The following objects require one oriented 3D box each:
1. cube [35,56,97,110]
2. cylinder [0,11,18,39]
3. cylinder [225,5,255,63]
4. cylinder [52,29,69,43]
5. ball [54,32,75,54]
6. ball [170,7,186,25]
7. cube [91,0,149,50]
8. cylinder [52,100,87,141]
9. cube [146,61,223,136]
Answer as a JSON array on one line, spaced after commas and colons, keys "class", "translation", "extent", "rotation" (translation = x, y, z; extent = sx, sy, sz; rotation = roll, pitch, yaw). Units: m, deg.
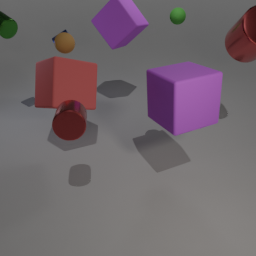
[{"class": "cube", "translation": [-1.897, -1.284, 8.521], "extent": [1.400, 1.400, 1.400], "rotation": [0, 3, -39]}, {"class": "cylinder", "translation": [-4.238, -3.490, 9.470], "extent": [0.700, 0.700, 0.700], "rotation": [36, 44, 18]}, {"class": "cylinder", "translation": [4.104, -3.031, 9.143], "extent": [1.400, 1.400, 1.400], "rotation": [-2, -6, -4]}, {"class": "cylinder", "translation": [-2.668, -3.596, 11.621], "extent": [0.700, 0.700, 0.700], "rotation": [-32, 34, 5]}, {"class": "ball", "translation": [-2.176, -2.919, 9.629], "extent": [0.700, 0.700, 0.700], "rotation": [0, 32, 0]}, {"class": "ball", "translation": [2.185, -4.915, 12.304], "extent": [0.700, 0.700, 0.700], "rotation": [0, 32, 0]}, {"class": "cube", "translation": [-0.289, -4.158, 11.053], "extent": [1.400, 1.400, 1.400], "rotation": [-35, 5, 31]}, {"class": "cylinder", "translation": [-1.252, -0.179, 6.097], "extent": [0.700, 0.700, 0.700], "rotation": [-3, 24, -5]}, {"class": "cube", "translation": [1.431, -0.834, 7.386], "extent": [1.400, 1.400, 1.400], "rotation": [-15, 29, -21]}]
